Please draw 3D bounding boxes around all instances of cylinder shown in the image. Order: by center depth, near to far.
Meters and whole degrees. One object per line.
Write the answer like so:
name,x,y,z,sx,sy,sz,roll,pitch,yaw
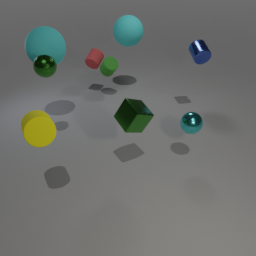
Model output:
cylinder,-2.037,0.002,6.361,0.700,0.700,0.700,-13,21,-21
cylinder,2.844,-3.004,11.078,0.700,0.700,0.700,-6,54,-10
cylinder,-0.888,-2.860,13.050,0.700,0.700,0.700,-17,-7,-26
cylinder,-1.592,-3.288,13.309,0.700,0.700,0.700,13,63,21

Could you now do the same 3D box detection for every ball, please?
ball,-2.553,-1.904,8.617,0.700,0.700,0.700,0,31,0
ball,1.971,-0.155,8.691,0.700,0.700,0.700,0,31,0
ball,-2.913,-2.862,9.921,1.400,1.400,1.400,0,31,0
ball,0.013,-4.526,13.084,1.400,1.400,1.400,0,31,0

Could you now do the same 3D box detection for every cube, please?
cube,0.161,-0.346,7.996,0.700,0.700,0.700,1,42,-46
